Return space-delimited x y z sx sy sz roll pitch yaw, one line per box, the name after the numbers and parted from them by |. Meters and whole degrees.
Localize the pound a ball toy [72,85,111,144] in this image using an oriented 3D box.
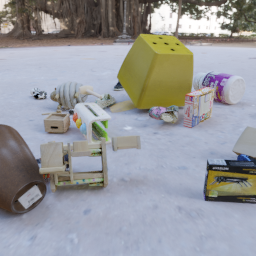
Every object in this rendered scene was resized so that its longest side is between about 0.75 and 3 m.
-1.514 -0.559 10.630 1.064 1.633 2.505 -8 23 -22 | pound a ball toy

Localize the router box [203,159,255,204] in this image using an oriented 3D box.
2.520 1.282 6.746 1.283 1.009 0.335 2 21 5 | router box

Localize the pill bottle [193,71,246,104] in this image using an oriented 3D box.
4.874 -2.295 15.320 1.484 1.484 2.644 -13 24 -31 | pill bottle

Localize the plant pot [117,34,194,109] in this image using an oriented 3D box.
1.476 -2.857 13.468 2.929 2.583 2.929 -5 43 -24 | plant pot

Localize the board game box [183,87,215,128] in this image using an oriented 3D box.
3.034 -0.902 11.901 0.418 1.369 1.807 18 27 39 | board game box

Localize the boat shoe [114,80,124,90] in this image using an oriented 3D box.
-0.372 -2.900 18.049 0.723 0.642 1.935 11 24 26 | boat shoe

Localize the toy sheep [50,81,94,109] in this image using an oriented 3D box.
-2.742 -1.594 13.698 2.184 1.506 1.506 0 21 4 | toy sheep

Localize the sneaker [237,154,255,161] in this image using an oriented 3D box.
3.695 1.178 7.791 0.566 0.509 1.453 -6 29 -20 | sneaker

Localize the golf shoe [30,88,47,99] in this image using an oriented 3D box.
-5.177 -1.930 15.743 1.329 0.517 0.628 13 25 33 | golf shoe

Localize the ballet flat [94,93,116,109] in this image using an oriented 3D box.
-1.149 -1.448 14.324 0.708 0.708 1.973 8 22 19 | ballet flat

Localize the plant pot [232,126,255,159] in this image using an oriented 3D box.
3.856 0.499 8.414 0.997 0.883 0.996 17 -4 36 | plant pot

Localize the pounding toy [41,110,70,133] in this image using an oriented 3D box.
-2.938 -0.281 11.348 1.147 0.597 1.306 2 21 5 | pounding toy

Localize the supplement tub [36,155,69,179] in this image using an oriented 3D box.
-2.165 1.069 7.869 1.118 0.598 0.598 -14 25 -32 | supplement tub

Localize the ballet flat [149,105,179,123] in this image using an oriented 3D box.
1.676 -0.533 11.792 2.039 0.705 0.725 -4 43 -51 | ballet flat

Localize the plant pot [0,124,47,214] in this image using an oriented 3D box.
-2.824 1.102 6.640 1.885 1.762 1.762 32 36 31 | plant pot

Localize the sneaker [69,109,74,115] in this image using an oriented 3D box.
-2.253 -0.727 12.923 0.921 0.346 0.373 9 15 21 | sneaker

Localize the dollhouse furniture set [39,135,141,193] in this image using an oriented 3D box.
-0.720 0.908 6.647 2.337 1.299 2.067 -4 0 -8 | dollhouse furniture set
